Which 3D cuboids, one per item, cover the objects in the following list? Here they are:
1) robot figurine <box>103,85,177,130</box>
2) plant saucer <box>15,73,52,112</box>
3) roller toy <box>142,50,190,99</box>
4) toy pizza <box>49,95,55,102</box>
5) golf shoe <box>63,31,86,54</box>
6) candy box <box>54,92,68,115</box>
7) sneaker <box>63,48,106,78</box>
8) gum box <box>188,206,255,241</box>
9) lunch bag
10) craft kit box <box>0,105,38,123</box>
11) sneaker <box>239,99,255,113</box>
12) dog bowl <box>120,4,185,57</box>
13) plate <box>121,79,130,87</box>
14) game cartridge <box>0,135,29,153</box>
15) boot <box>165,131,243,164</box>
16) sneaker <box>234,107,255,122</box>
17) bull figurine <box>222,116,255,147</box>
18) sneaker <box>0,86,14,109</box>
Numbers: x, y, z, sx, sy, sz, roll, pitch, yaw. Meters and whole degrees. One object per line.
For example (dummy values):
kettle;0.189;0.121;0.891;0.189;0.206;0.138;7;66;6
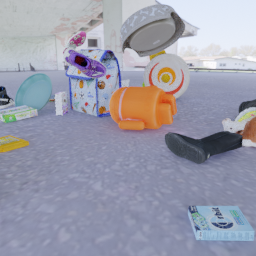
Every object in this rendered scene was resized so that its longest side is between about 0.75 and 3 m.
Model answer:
robot figurine;0.438;-0.766;10.194;2.574;1.851;1.501;6;-5;24
plant saucer;-4.249;-1.513;12.842;2.110;2.110;0.379;8;-17;28
roller toy;2.277;-3.013;16.273;2.629;2.882;2.014;18;19;7
toy pizza;-4.483;-1.739;16.356;1.519;0.241;1.519;1;14;0
golf shoe;-2.204;-3.550;11.413;0.548;0.666;1.455;21;-38;-38
candy box;-2.986;-1.109;12.554;0.342;0.955;0.801;0;14;4
sneaker;-1.066;-1.614;7.350;1.343;0.541;0.560;15;15;-46
gum box;1.403;1.458;4.339;0.819;0.182;0.696;0;15;1
lunch bag;-1.548;-2.075;12.549;1.747;2.822;2.399;-13;20;-41
craft kit box;-4.713;-0.616;11.775;1.352;0.328;1.335;-19;21;-37
sneaker;5.452;-0.684;10.946;2.791;0.987;1.384;5;-8;-33
dog bowl;0.933;-3.988;11.597;2.762;0.810;2.762;-17;-11;-4
plate;-0.844;-1.872;15.144;1.952;0.316;1.956;-13;34;13
game cartridge;-3.573;0.450;8.204;1.013;0.164;0.893;10;18;36
boot;2.061;0.339;7.628;1.699;0.558;1.400;-18;35;-32
sneaker;4.296;-0.083;8.870;2.421;0.946;1.093;-18;44;-20
bull figurine;4.083;0.008;7.874;2.651;0.863;1.609;18;66;30
sneaker;-6.353;-1.660;14.436;0.690;1.057;1.889;-2;15;-8
